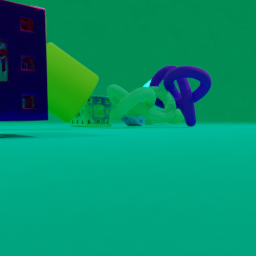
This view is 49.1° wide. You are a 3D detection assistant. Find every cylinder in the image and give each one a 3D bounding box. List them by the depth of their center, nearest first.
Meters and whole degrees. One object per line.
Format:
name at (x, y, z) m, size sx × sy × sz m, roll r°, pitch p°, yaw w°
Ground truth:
cylinder at (-1.378, -0.881, 5.591) m, size 1.164 × 1.164 × 1.164 m, roll 34°, pitch -10°, yaw -17°

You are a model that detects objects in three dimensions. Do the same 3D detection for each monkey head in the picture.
monkey head at (1.759, -0.584, 10.621) m, size 1.167 × 0.839 × 0.703 m, roll -13°, pitch 2°, yaw 9°

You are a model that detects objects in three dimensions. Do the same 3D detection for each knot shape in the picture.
knot shape at (0.387, -0.658, 7.464) m, size 1.835 × 0.906 × 1.961 m, roll 1°, pitch 10°, yaw -11°
knot shape at (1.523, -1.085, 7.924) m, size 0.915 × 1.981 × 1.853 m, roll -34°, pitch -12°, yaw -30°

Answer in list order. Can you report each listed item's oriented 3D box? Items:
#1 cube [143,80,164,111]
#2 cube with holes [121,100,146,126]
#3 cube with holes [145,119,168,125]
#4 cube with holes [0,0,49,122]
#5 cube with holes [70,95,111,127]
cube at (1.079, -1.199, 11.636) m, size 1.036 × 1.036 × 1.036 m, roll 49°, pitch 1°, yaw 33°
cube with holes at (0.168, -0.581, 9.574) m, size 0.758 × 0.758 × 0.758 m, roll 43°, pitch -24°, yaw -30°
cube with holes at (1.462, -0.744, 13.511) m, size 1.087 × 1.087 × 1.087 m, roll -6°, pitch 1°, yaw -16°
cube with holes at (-1.462, -0.570, 2.696) m, size 1.029 × 1.029 × 1.029 m, roll -2°, pitch 2°, yaw -36°
cube with holes at (-1.244, -0.546, 9.335) m, size 0.997 × 0.997 × 0.997 m, roll -1°, pitch 2°, yaw -39°
